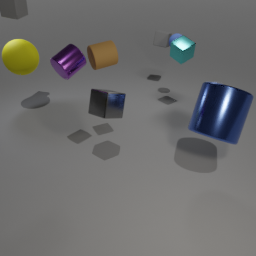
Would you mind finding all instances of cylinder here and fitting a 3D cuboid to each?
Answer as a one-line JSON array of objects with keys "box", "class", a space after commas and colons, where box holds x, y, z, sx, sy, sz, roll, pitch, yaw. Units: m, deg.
[{"box": [-1.606, -1.782, 7.550, 0.700, 0.700, 0.700, 28, 65, 40], "class": "cylinder"}, {"box": [-0.728, -2.087, 8.023, 0.700, 0.700, 0.700, -20, 34, -17], "class": "cylinder"}, {"box": [2.545, -0.411, 7.775, 1.400, 1.400, 1.400, 17, 6, -2], "class": "cylinder"}]

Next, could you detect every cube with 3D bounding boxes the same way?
[{"box": [1.764, -4.545, 14.286, 0.700, 0.700, 0.700, 17, 25, 16], "class": "cube"}, {"box": [-0.582, -0.672, 7.739, 0.700, 0.700, 0.700, 18, 15, 41], "class": "cube"}, {"box": [2.158, -3.103, 11.116, 0.700, 0.700, 0.700, -33, 60, -19], "class": "cube"}, {"box": [-4.140, -4.411, 10.114, 0.700, 0.700, 0.700, 14, 38, 11], "class": "cube"}]

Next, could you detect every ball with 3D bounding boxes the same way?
[{"box": [2.136, -3.760, 12.241, 0.700, 0.700, 0.700, 0, 29, 0], "class": "ball"}, {"box": [-4.292, -2.830, 11.228, 1.400, 1.400, 1.400, 0, 29, 0], "class": "ball"}]
